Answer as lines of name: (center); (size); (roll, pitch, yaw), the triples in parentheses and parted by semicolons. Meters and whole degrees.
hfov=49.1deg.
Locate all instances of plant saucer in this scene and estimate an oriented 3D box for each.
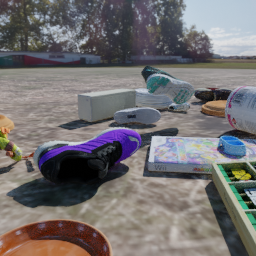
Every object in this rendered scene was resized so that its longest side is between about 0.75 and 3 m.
plant saucer: (-0.978, 1.617, 3.258); (1.609, 0.260, 1.609); (0, 14, 0)
plant saucer: (-5.011, -0.106, 9.346); (2.239, 0.419, 2.239); (0, 16, 0)
plant saucer: (4.432, -0.889, 12.344); (2.314, 0.374, 2.314); (0, 16, 0)

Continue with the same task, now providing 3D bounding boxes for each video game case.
video game case: (1.973, 0.630, 6.913); (2.840, 0.256, 2.034); (2, 15, 7)

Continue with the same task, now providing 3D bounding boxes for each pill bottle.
pill bottle: (4.405, -0.414, 8.443); (1.473, 1.473, 2.598); (-8, 18, -28)

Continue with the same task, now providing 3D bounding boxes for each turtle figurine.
turtle figurine: (-3.535, 0.410, 6.393); (2.915, 0.939, 2.351); (8, 17, 26)

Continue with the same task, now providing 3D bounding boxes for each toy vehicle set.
toy vehicle set: (2.454, 1.167, 4.344); (1.719, 0.367, 2.766); (-5, 15, 6)

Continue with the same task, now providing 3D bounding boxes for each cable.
cable: (1.355, -1.498, 13.809); (2.202, 0.762, 2.201); (-8, 17, -26)

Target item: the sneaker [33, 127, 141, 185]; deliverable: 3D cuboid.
sneaker: (-0.621, 0.672, 5.878); (2.422, 0.842, 1.205); (-13, 24, -27)

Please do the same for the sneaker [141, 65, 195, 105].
sneaker: (1.391, -1.571, 9.744); (2.373, 0.921, 1.083); (17, 32, -43)

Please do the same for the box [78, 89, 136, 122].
box: (-0.800, -0.990, 11.472); (0.865, 1.039, 2.528); (14, 19, 42)

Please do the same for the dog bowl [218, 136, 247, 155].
dog bowl: (2.530, 0.410, 6.808); (0.508, 0.226, 0.911); (0, 15, -3)

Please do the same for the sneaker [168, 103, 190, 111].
sneaker: (2.256, -0.894, 12.487); (1.027, 0.385, 0.445); (0, 19, 35)

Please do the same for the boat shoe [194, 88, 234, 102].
boat shoe: (4.510, -1.640, 14.518); (2.169, 0.780, 0.703); (7, 30, 12)

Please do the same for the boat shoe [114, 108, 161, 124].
boat shoe: (0.353, -0.513, 10.429); (1.732, 0.637, 0.566); (3, 19, 6)

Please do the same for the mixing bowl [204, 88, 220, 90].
mixing bowl: (4.707, -1.835, 15.361); (1.142, 0.618, 1.142); (0, 14, 0)
